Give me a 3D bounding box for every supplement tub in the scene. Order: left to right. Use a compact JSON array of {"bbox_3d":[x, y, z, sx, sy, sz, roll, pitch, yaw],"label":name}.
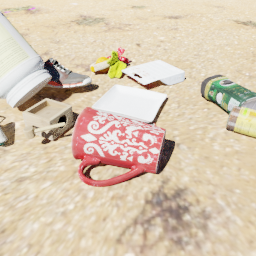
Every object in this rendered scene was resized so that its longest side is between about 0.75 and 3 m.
[{"bbox_3d":[-3.905,-2.131,8.823,1.904,2.626,1.904,-39,10,8],"label":"supplement tub"}]

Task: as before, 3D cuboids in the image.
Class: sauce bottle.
[{"bbox_3d":[3.967,0.020,7.678,2.356,0.762,0.762,18,38,22],"label":"sauce bottle"}]

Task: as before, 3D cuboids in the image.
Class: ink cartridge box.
[{"bbox_3d":[0.982,-2.069,11.050,1.975,0.467,1.581,-22,40,-26],"label":"ink cartridge box"}]

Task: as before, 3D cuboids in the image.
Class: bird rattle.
[{"bbox_3d":[-0.830,-2.831,11.757,1.602,1.107,1.964,-15,30,7],"label":"bird rattle"}]

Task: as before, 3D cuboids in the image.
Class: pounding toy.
[{"bbox_3d":[-2.219,-0.034,7.744,1.405,0.731,1.599,17,37,23],"label":"pounding toy"}]

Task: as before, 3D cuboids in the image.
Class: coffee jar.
[{"bbox_3d":[3.301,-1.060,9.177,1.016,0.831,1.948,-16,38,-20],"label":"coffee jar"}]

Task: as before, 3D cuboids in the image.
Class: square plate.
[{"bbox_3d":[0.116,-0.811,9.215,1.968,0.283,1.987,13,33,16],"label":"square plate"}]

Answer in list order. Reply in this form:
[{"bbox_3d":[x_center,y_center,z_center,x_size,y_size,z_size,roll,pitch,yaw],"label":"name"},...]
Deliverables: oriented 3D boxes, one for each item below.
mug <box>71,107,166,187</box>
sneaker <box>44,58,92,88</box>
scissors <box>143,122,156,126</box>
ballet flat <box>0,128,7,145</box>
[{"bbox_3d":[-0.214,0.544,6.759,2.002,1.777,1.336,12,-1,10],"label":"mug"},{"bbox_3d":[-2.599,-1.996,10.110,2.627,1.076,1.012,4,8,6],"label":"sneaker"},{"bbox_3d":[-0.040,-0.093,8.372,1.866,0.130,0.682,9,34,13],"label":"scissors"},{"bbox_3d":[-4.161,-0.207,7.817,2.253,0.782,0.782,21,39,32],"label":"ballet flat"}]
